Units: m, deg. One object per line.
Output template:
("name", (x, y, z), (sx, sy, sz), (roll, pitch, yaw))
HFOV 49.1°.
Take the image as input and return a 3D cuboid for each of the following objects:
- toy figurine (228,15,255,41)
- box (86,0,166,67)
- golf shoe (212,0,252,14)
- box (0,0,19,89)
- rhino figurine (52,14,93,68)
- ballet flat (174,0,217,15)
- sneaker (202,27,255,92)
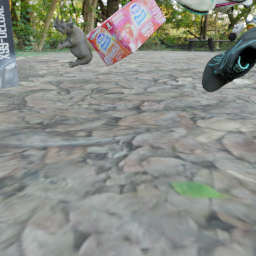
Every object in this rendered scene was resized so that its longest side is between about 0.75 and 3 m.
("toy figurine", (3.241, -2.377, 7.434), (0.692, 0.979, 0.994), (-48, 20, -23))
("box", (0.007, -3.604, 10.068), (1.390, 1.331, 2.788), (-15, 29, 46))
("golf shoe", (1.777, -2.482, 5.527), (0.498, 0.632, 1.372), (-43, 27, -16))
("box", (-3.573, -2.349, 6.520), (0.714, 2.263, 2.870), (-19, 35, -39))
("rhino figurine", (-1.926, -3.002, 9.726), (0.966, 2.210, 0.661), (-18, 52, 4))
("ballet flat", (0.769, -2.676, 4.905), (0.722, 0.668, 2.142), (-26, 51, -27))
("sneaker", (1.788, -1.096, 4.910), (0.565, 1.498, 0.594), (32, 49, -6))
